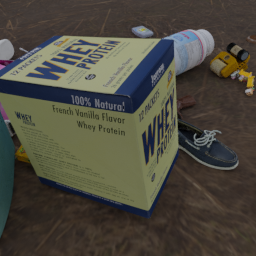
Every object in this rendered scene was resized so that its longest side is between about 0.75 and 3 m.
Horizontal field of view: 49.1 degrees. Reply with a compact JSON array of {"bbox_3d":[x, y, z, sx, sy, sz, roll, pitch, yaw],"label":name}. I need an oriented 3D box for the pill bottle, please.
[{"bbox_3d":[2.026,-2.899,10.743,2.667,1.450,1.450,-29,48,-29],"label":"pill bottle"}]

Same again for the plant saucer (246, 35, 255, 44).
[{"bbox_3d":[6.063,-4.223,13.290,0.845,0.155,0.845,-1,41,1],"label":"plant saucer"}]

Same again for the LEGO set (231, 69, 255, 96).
[{"bbox_3d":[4.335,-1.631,10.170,0.611,0.494,1.327,-33,45,15],"label":"LEGO set"}]

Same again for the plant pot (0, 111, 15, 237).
[{"bbox_3d":[-3.520,1.070,5.828,1.939,1.940,2.744,-11,50,-14],"label":"plant pot"}]

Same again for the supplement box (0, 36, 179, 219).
[{"bbox_3d":[-0.638,-0.137,5.995,2.978,2.975,1.999,10,42,25],"label":"supplement box"}]

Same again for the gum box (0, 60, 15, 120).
[{"bbox_3d":[-3.014,-1.044,8.409,2.937,1.667,0.971,5,41,5],"label":"gum box"}]

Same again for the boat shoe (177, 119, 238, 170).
[{"bbox_3d":[1.956,0.352,7.554,2.169,0.671,0.812,33,50,32],"label":"boat shoe"}]

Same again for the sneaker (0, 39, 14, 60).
[{"bbox_3d":[-5.738,-2.585,10.899,1.267,1.077,2.863,0,33,18],"label":"sneaker"}]

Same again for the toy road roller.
[{"bbox_3d":[4.033,-2.474,10.875,1.433,1.046,0.881,-41,44,10],"label":"toy road roller"}]

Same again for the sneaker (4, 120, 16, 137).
[{"bbox_3d":[-3.989,0.082,7.975,1.671,0.628,0.677,-18,35,-21],"label":"sneaker"}]

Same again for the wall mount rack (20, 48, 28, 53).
[{"bbox_3d":[-3.759,-3.041,11.633,1.200,0.515,1.381,-18,43,-19],"label":"wall mount rack"}]

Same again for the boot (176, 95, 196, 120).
[{"bbox_3d":[1.833,-0.681,9.045,1.135,0.365,1.058,-14,44,-23],"label":"boot"}]

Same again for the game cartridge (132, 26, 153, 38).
[{"bbox_3d":[0.677,-4.771,13.902,0.712,0.216,1.069,-24,46,-20],"label":"game cartridge"}]

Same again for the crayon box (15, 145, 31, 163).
[{"bbox_3d":[-2.462,0.597,7.492,1.150,0.292,0.730,11,51,13],"label":"crayon box"}]
